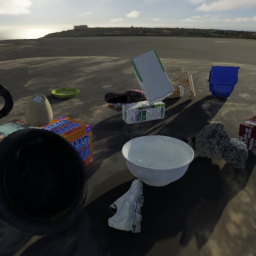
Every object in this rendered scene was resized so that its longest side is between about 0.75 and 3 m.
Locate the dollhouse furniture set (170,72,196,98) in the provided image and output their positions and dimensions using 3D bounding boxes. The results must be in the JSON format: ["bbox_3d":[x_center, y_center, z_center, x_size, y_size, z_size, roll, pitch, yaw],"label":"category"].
[{"bbox_3d":[2.293,-2.055,15.455,2.584,1.262,2.204,-12,-1,19],"label":"dollhouse furniture set"}]

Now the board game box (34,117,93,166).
[{"bbox_3d":[-2.043,0.561,8.853,1.322,1.322,1.321,16,28,32],"label":"board game box"}]

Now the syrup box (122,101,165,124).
[{"bbox_3d":[0.694,-0.747,12.625,1.831,0.721,0.746,-10,25,-22],"label":"syrup box"}]

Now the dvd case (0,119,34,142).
[{"bbox_3d":[-4.501,0.398,10.529,2.025,0.305,2.774,10,27,21],"label":"dvd case"}]

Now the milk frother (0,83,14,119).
[{"bbox_3d":[-3.910,0.247,7.772,2.587,2.750,2.482,21,33,39],"label":"milk frother"}]

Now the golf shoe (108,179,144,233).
[{"bbox_3d":[-0.034,1.807,6.917,0.824,0.664,1.695,-2,22,10],"label":"golf shoe"}]

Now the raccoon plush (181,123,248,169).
[{"bbox_3d":[2.720,0.895,9.102,2.309,1.117,1.547,-29,40,2],"label":"raccoon plush"}]

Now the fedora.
[{"bbox_3d":[-2.206,1.324,6.694,2.597,1.186,2.597,23,47,-28],"label":"fedora"}]

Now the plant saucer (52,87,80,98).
[{"bbox_3d":[-3.592,-2.022,16.173,1.580,0.246,1.580,0,23,0],"label":"plant saucer"}]

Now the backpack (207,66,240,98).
[{"bbox_3d":[5.215,-2.503,15.681,1.540,1.590,1.895,11,-7,12],"label":"backpack"}]

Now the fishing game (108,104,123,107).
[{"bbox_3d":[-0.114,-1.521,14.961,1.458,0.317,2.036,9,25,26],"label":"fishing game"}]

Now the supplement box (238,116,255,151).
[{"bbox_3d":[4.702,0.116,10.396,1.690,0.920,0.515,-21,30,-38],"label":"supplement box"}]

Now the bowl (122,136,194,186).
[{"bbox_3d":[0.854,1.049,8.235,2.067,0.929,2.067,-1,24,0],"label":"bowl"}]

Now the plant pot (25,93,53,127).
[{"bbox_3d":[-2.561,-0.573,8.033,0.797,0.851,0.797,7,57,-12],"label":"plant pot"}]

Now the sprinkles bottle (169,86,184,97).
[{"bbox_3d":[2.219,-1.991,15.658,1.739,0.593,0.593,-5,24,-11],"label":"sprinkles bottle"}]

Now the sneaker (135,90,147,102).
[{"bbox_3d":[1.086,-1.356,14.036,2.735,1.080,1.304,-20,53,-38],"label":"sneaker"}]

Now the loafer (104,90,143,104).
[{"bbox_3d":[-0.169,-1.301,12.614,1.776,0.638,0.559,-3,29,-4],"label":"loafer"}]

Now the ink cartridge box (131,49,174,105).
[{"bbox_3d":[0.948,-1.895,11.092,1.000,1.732,2.372,-25,1,5],"label":"ink cartridge box"}]
